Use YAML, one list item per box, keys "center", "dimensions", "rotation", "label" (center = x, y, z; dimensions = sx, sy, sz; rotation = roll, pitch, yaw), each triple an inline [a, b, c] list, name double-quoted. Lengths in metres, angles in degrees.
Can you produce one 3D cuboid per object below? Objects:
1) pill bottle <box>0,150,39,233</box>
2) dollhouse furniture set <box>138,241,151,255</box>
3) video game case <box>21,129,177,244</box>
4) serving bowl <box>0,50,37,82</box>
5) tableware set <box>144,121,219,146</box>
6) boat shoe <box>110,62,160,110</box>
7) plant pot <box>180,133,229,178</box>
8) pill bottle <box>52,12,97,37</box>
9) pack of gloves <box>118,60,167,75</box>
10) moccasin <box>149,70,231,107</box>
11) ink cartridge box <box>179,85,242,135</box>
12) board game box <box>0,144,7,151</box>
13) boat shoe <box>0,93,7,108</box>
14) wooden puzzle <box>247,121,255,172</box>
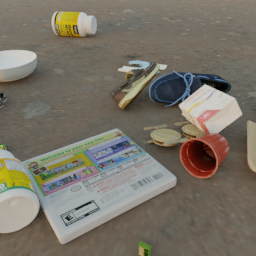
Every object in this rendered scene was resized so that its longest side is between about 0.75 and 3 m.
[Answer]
- center: [-2.424, 1.138, 5.518]
  dimensions: [0.938, 0.938, 1.664]
  rotation: [-17, 36, -25]
  label: "pill bottle"
- center: [0.102, 2.227, 4.337]
  dimensions: [0.430, 0.332, 0.860]
  rotation: [17, 35, 26]
  label: "dollhouse furniture set"
- center: [-0.723, 1.036, 6.323]
  dimensions: [2.702, 0.298, 2.460]
  rotation: [-20, 37, -28]
  label: "video game case"
- center: [-4.956, -2.486, 11.583]
  dimensions: [2.428, 0.799, 2.428]
  rotation: [-1, 32, 0]
  label: "serving bowl"
- center: [1.442, 0.237, 7.599]
  dimensions: [1.770, 0.355, 1.170]
  rotation: [-9, 24, -22]
  label: "tableware set"
- center: [0.288, -1.665, 9.639]
  dimensions: [0.817, 0.923, 2.520]
  rotation: [41, 50, -3]
  label: "boat shoe"
- center: [1.870, 0.572, 6.592]
  dimensions: [0.942, 0.942, 0.916]
  rotation: [26, 31, 35]
  label: "plant pot"
- center: [-3.326, -6.486, 17.533]
  dimensions: [2.539, 1.428, 1.428]
  rotation: [7, 32, 13]
  label: "pill bottle"
- center: [0.695, -2.834, 12.604]
  dimensions: [1.833, 0.362, 1.540]
  rotation: [13, 35, 20]
  label: "pack of gloves"
- center: [2.158, -1.431, 9.421]
  dimensions: [2.938, 1.182, 1.002]
  rotation: [-14, 19, -20]
  label: "moccasin"
- center: [2.119, -0.566, 7.712]
  dimensions: [1.018, 0.590, 1.749]
  rotation: [-38, 28, 0]
  label: "ink cartridge box"
- center: [-3.464, 0.932, 6.609]
  dimensions: [0.872, 0.195, 1.664]
  rotation: [-7, 32, -7]
  label: "board game box"
- center: [-4.408, -0.926, 9.546]
  dimensions: [0.323, 0.279, 0.890]
  rotation: [-1, 31, -1]
  label: "boat shoe"
- center: [4.180, 0.517, 6.677]
  dimensions: [2.475, 0.573, 2.292]
  rotation: [2, 29, 22]
  label: "wooden puzzle"
